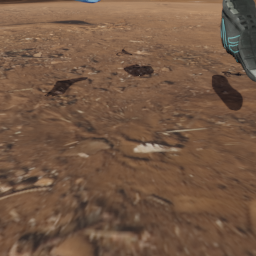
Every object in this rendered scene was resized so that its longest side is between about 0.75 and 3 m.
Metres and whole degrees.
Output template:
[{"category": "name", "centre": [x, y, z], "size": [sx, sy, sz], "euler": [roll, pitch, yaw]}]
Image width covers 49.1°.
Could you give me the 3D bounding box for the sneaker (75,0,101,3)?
[{"category": "sneaker", "centre": [-1.369, -3.049, 5.596], "size": [2.177, 0.853, 0.979], "euler": [12, 38, -43]}]

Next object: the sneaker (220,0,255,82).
[{"category": "sneaker", "centre": [2.435, -1.776, 5.773], "size": [0.807, 0.849, 2.141], "euler": [-5, 65, -3]}]
